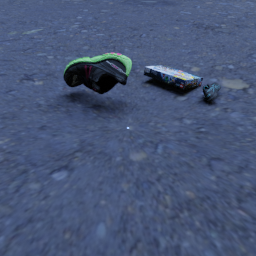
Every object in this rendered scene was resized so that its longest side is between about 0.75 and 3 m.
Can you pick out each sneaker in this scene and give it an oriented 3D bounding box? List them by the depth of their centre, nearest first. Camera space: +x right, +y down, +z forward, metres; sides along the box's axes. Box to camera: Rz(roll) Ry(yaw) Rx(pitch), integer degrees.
[{"bbox_3d":[-1.019,-1.495,8.231,2.462,1.031,0.945,-5,-12,37],"label":"sneaker"},{"bbox_3d":[2.630,-1.244,8.834,0.442,0.421,1.116,47,37,-7],"label":"sneaker"}]

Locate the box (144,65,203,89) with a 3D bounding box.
[{"bbox_3d":[1.554,-1.784,9.660,1.692,0.319,1.155,28,29,35],"label":"box"}]
